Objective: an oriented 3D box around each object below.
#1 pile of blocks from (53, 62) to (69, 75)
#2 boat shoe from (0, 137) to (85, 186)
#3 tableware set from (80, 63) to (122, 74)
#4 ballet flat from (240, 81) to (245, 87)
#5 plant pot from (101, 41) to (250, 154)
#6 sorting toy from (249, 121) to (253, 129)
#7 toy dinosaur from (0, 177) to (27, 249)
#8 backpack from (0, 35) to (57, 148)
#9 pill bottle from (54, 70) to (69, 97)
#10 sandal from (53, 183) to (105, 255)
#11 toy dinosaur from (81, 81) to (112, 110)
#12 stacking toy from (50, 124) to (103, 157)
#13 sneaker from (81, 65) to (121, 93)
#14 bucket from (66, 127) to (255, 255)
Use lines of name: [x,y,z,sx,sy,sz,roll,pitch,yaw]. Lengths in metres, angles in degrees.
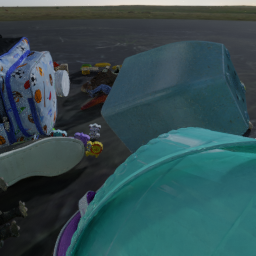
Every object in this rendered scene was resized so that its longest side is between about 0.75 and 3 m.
pile of blocks: [-3.631,-2.570,12.718,1.010,0.764,2.460,12,28,23]
boat shoe: [-2.076,0.649,5.894,2.409,0.861,0.720,-15,18,-37]
tableware set: [-1.033,-2.925,13.972,2.684,0.412,1.808,-4,23,-7]
ballet flat: [4.641,-1.762,11.570,0.303,0.304,0.907,3,26,7]
plant pot: [1.126,-0.501,5.550,2.114,2.075,2.070,-19,34,30]
sorting toy: [2.310,-0.708,9.135,2.783,0.508,2.576,2,26,3]
toy dinosaur: [-2.369,1.563,4.161,1.338,1.007,2.617,-23,42,3]
backpack: [-2.769,-0.645,6.627,2.095,2.590,2.719,8,32,1]
pill bottle: [-3.379,-1.632,10.149,2.302,1.289,1.289,1,26,4]
sandal: [-0.404,1.353,4.671,1.075,0.649,2.642,8,27,16]
toy dinosaur: [-0.457,-1.134,10.145,1.998,1.156,2.202,12,62,1]
stacking toy: [-1.456,0.234,6.980,1.652,0.388,1.246,5,21,-7]
sneaker: [-1.078,-2.048,11.563,0.765,0.820,2.172,20,32,36]
bucket: [0.966,1.403,2.256,2.914,2.914,1.896,-19,26,-34]
